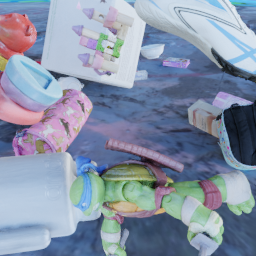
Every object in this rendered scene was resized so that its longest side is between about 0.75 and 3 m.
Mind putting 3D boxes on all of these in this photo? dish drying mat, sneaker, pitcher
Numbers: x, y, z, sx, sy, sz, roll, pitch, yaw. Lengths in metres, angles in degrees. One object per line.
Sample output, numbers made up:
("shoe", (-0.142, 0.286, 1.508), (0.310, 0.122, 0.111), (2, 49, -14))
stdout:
("dish drying mat", (-4.858, -2.522, 12.510), (1.081, 0.256, 2.815), (15, 34, 26))
("sneaker", (1.217, -1.259, 3.608), (2.334, 0.846, 0.839), (30, 13, -11))
("pitcher", (-2.056, -1.588, 10.582), (1.021, 0.722, 1.190), (-3, 18, -25))

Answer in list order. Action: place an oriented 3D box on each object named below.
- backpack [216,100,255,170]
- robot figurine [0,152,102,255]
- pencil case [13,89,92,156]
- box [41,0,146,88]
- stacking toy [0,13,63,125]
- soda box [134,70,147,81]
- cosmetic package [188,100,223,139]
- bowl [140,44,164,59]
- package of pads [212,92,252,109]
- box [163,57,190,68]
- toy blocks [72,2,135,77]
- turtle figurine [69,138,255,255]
("backpack", (2.883, 0.253, 6.756), (1.348, 1.143, 1.518), (-9, 70, 0))
("robot figurine", (-1.798, 1.213, 4.960), (2.601, 1.469, 2.206), (-5, 28, -8))
("pencil case", (-1.917, -0.088, 7.541), (1.201, 1.149, 2.775), (41, 31, -10))
("box", (-1.255, -3.193, 10.478), (2.832, 2.818, 2.426), (16, 9, 27))
("stacking toy", (-2.544, -1.512, 5.364), (2.772, 1.171, 2.510), (55, 18, 28))
("soda box", (0.334, -2.235, 11.958), (0.962, 0.329, 0.305), (-8, 31, -11))
("cosmetic package", (2.420, -0.249, 8.176), (0.549, 0.650, 1.258), (-36, 42, -21))
("bowl", (1.258, -3.919, 14.455), (1.307, 0.587, 1.307), (-9, 24, 4))
("package of pads", (3.318, -0.386, 8.110), (1.645, 0.991, 0.622), (30, 83, 40))
("box", (2.357, -3.200, 13.695), (1.147, 0.224, 0.785), (12, 33, 20))
("toy blocks", (-0.807, -2.189, 7.070), (1.358, 1.508, 1.614), (16, 5, -12))
("turtle figurine", (0.577, 1.587, 4.219), (2.793, 2.073, 2.881), (0, 37, -32))
